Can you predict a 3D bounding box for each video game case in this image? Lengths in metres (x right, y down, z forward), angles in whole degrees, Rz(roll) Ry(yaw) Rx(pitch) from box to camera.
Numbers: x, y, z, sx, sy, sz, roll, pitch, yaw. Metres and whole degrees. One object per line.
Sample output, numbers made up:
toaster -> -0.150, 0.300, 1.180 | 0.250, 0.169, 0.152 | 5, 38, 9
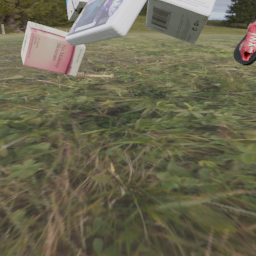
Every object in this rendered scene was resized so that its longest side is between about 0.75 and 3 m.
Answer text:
video game case -> -0.088, -1.808, 3.532 | 0.210, 1.637, 1.801 | 33, -5, -29

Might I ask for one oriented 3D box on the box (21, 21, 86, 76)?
box -> -1.591, -1.652, 5.943 | 1.150, 0.735, 0.626 | 7, 35, -30

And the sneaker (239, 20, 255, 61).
sneaker -> 3.170, -2.177, 7.074 | 0.443, 1.202, 0.521 | 9, 63, 7

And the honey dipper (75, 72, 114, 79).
honey dipper -> -0.973, -1.530, 8.190 | 1.146, 0.218, 0.218 | -1, 23, -6

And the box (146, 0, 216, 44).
box -> 1.299, -3.019, 6.660 | 1.426, 1.222, 1.419 | 21, -8, 4

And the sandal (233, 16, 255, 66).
sandal -> 4.017, -3.027, 8.049 | 0.631, 2.638, 0.992 | 8, 31, -42

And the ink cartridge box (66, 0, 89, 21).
ink cartridge box -> -1.195, -3.424, 7.203 | 0.459, 0.797, 1.376 | -7, -2, -26
